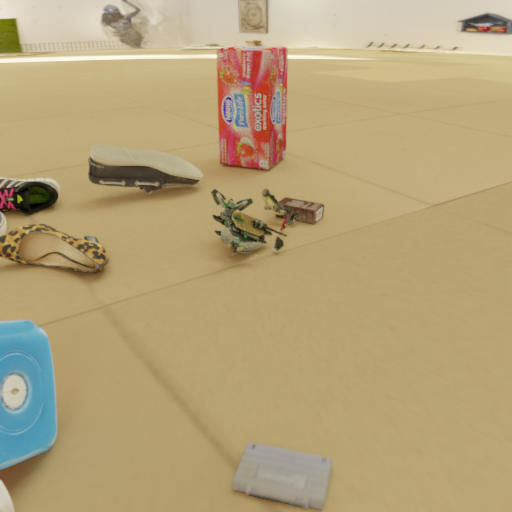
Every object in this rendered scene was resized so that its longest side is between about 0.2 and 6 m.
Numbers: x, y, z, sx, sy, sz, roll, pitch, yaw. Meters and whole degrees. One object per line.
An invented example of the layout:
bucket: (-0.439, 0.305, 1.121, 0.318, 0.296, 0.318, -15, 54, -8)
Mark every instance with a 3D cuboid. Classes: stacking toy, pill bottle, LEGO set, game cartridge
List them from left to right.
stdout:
stacking toy: (-3.571, 1.547, 5.961, 2.628, 1.442, 1.525, -10, -6, 20)
pill bottle: (-2.692, 2.371, 4.885, 0.542, 0.542, 0.996, 23, 34, 39)
LEGO set: (-0.106, -0.546, 10.867, 2.585, 0.733, 1.679, -5, 48, -50)
game cartridge: (0.272, 2.217, 5.666, 0.918, 0.176, 0.595, 7, 31, 14)

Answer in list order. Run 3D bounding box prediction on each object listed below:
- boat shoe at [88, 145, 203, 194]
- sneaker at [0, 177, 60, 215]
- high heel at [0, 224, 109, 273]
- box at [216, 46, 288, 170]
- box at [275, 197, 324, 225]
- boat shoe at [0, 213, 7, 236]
boat shoe: (-2.630, -1.955, 13.322, 2.745, 0.861, 0.997, 5, 33, -30)
sneaker: (-5.285, -1.296, 12.225, 2.061, 0.760, 0.901, -9, 21, -28)
high heel: (-3.602, -0.058, 9.665, 1.995, 0.712, 1.422, -1, 18, -24)
box: (-0.091, -4.051, 15.254, 1.541, 3.091, 1.476, 10, 26, 20)
box: (0.929, -0.972, 12.056, 0.947, 0.355, 0.474, 16, 30, 26)
boat shoe: (-5.448, -0.711, 10.674, 0.854, 1.061, 2.287, -3, 26, -6)
